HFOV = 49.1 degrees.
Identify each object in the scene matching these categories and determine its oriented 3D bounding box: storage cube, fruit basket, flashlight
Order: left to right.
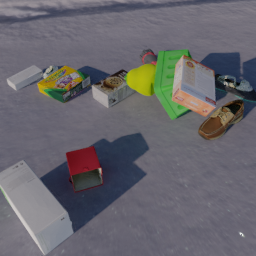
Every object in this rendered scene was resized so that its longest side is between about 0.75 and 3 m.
[{"bbox_3d":[-1.498,1.394,9.561,1.158,0.990,1.041,-13,45,-13],"label":"storage cube"},{"bbox_3d":[1.405,-3.154,14.387,0.831,0.834,2.455,-31,48,5],"label":"flashlight"},{"bbox_3d":[1.461,-1.959,12.281,3.079,2.221,3.079,-22,40,20],"label":"fruit basket"}]

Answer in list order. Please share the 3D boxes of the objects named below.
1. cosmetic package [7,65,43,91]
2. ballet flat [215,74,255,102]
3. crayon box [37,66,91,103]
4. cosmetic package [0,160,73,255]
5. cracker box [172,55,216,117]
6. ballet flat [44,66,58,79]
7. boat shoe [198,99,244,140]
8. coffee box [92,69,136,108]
[{"bbox_3d":[-5.107,-2.513,13.963,0.673,0.413,1.630,36,54,21],"label":"cosmetic package"},{"bbox_3d":[5.053,-1.961,13.137,2.386,0.871,0.871,26,50,24],"label":"ballet flat"},{"bbox_3d":[-3.052,-2.150,13.505,1.648,0.557,1.910,26,50,24],"label":"crayon box"},{"bbox_3d":[-2.807,2.295,8.386,1.067,1.353,2.515,-31,51,-29],"label":"cosmetic package"},{"bbox_3d":[2.339,-1.529,9.891,1.381,0.595,2.062,25,47,-12],"label":"cracker box"},{"bbox_3d":[-3.988,-2.976,14.483,0.420,0.420,1.210,12,45,12],"label":"ballet flat"},{"bbox_3d":[3.854,-0.451,11.486,2.549,0.941,0.964,-32,53,-29],"label":"boat shoe"},{"bbox_3d":[-0.583,-1.870,13.071,1.090,0.770,1.929,35,54,30],"label":"coffee box"}]
